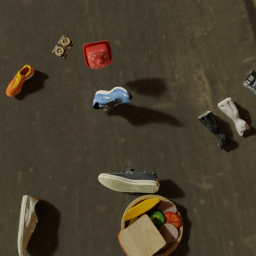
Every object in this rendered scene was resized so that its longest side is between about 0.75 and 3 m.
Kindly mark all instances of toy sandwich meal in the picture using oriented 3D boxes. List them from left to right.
[{"bbox_3d":[0.798,3.552,9.896,2.463,0.843,2.463,0,79,0],"label":"toy sandwich meal"}]

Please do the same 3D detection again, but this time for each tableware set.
[{"bbox_3d":[-2.697,-3.366,11.528,0.570,0.173,0.862,29,81,5],"label":"tableware set"}]

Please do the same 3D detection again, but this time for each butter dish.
[{"bbox_3d":[-1.044,-2.513,10.080,1.001,1.004,0.742,-11,46,-5],"label":"butter dish"}]

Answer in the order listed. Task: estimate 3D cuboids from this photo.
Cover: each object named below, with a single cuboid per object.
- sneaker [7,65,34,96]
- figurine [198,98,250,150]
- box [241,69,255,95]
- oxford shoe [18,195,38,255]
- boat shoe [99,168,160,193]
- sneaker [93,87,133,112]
[{"bbox_3d":[-4.341,-1.903,11.066,0.534,0.565,1.464,32,83,5],"label":"sneaker"},{"bbox_3d":[3.768,-0.182,10.766,1.570,0.676,1.532,-34,89,-6],"label":"figurine"},{"bbox_3d":[5.081,-1.809,11.146,0.819,0.353,0.671,40,83,7],"label":"box"},{"bbox_3d":[-3.566,3.485,10.004,0.606,0.789,2.099,7,78,-18],"label":"oxford shoe"},{"bbox_3d":[0.043,1.866,10.219,2.213,0.826,0.689,4,47,4],"label":"boat shoe"},{"bbox_3d":[-0.592,-0.960,10.369,1.864,0.732,0.831,-6,53,43],"label":"sneaker"}]
